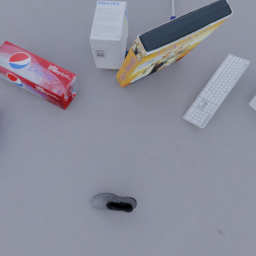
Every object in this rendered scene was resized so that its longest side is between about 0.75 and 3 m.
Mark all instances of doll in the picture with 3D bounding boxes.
[{"bbox_3d":[-0.151,-2.099,8.466,0.873,0.212,0.596,-43,71,-12],"label":"doll"}]

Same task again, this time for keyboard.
[{"bbox_3d":[2.469,-1.060,7.810,0.662,0.125,2.354,34,82,26],"label":"keyboard"}]

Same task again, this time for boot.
[{"bbox_3d":[-0.403,1.765,6.608,1.183,0.779,0.413,-4,81,11],"label":"boot"}]

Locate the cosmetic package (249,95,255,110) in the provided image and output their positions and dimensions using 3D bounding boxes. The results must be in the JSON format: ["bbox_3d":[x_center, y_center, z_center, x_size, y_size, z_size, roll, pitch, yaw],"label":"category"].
[{"bbox_3d":[4.261,-0.740,7.637,1.219,0.749,1.215,-38,73,-11],"label":"cosmetic package"}]

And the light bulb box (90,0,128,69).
[{"bbox_3d":[-0.483,-2.579,7.870,0.831,1.320,1.332,5,67,4],"label":"light bulb box"}]

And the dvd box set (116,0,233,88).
[{"bbox_3d":[0.909,-1.926,6.940,2.151,2.939,0.432,-28,91,-12],"label":"dvd box set"}]

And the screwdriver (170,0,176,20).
[{"bbox_3d":[1.418,-3.611,8.738,0.380,0.397,2.727,8,60,-4],"label":"screwdriver"}]

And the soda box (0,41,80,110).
[{"bbox_3d":[-2.616,-1.491,7.904,2.432,0.771,0.851,26,65,10],"label":"soda box"}]
